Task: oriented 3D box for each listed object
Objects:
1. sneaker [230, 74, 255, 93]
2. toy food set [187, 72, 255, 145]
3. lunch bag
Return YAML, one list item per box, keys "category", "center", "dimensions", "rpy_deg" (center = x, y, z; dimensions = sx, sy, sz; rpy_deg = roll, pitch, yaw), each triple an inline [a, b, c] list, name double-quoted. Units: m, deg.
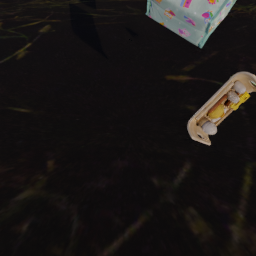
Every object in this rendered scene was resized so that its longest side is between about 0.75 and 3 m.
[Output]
- category: "sneaker"
  center: [2.833, -1.098, 6.966]
  dimensions: [0.344, 0.299, 0.776]
  rpy_deg: [-46, 46, -11]
- category: "toy food set"
  center: [1.732, -0.271, 4.873]
  dimensions: [0.988, 1.377, 0.416]
  rpy_deg: [17, 31, -54]
- category: "lunch bag"
  center: [1.817, -3.545, 7.224]
  dimensions: [1.914, 1.370, 2.247]
  rpy_deg: [34, 76, 10]
